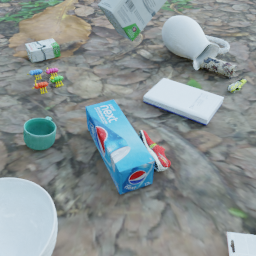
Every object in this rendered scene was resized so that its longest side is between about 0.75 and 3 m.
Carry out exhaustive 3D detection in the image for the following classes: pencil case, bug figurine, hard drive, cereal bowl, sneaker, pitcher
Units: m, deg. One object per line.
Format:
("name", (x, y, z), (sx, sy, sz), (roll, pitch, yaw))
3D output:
("pencil case", (3.637, -2.463, 11.311), (1.369, 0.612, 0.533), (28, 76, 30))
("bug figurine", (-3.182, -1.948, 10.794), (1.221, 0.405, 1.574), (-17, 43, -19))
("hard drive", (1.922, -0.986, 9.741), (2.330, 0.296, 1.537), (23, 46, 25))
("cereal bowl", (-2.577, 2.214, 5.394), (2.495, 1.039, 2.495), (0, 38, 0))
("sneaker", (4.096, -1.539, 10.422), (0.880, 0.332, 0.336), (-29, 55, -16))
("pitcher", (2.906, -3.837, 12.224), (2.234, 1.579, 2.604), (-20, 53, -26))
("sneaker", (0.711, 0.623, 7.783), (0.601, 0.545, 1.415), (-10, 50, -24))

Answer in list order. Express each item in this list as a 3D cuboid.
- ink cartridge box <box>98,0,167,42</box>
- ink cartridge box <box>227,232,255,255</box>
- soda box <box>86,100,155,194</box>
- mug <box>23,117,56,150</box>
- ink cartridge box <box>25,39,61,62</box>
("ink cartridge box", (0.230, -3.950, 8.670), (1.936, 1.419, 0.804), (-49, 55, 1))
("ink cartridge box", (2.604, 2.526, 5.633), (1.199, 0.302, 0.654), (5, 41, 8))
("soda box", (-0.312, 0.390, 7.678), (0.941, 0.890, 2.775), (-15, 42, -17))
("mug", (-2.458, 0.192, 8.046), (0.872, 0.656, 1.061), (36, 38, 28))
("ink cartridge box", (-3.784, -3.456, 12.449), (1.295, 0.538, 0.949), (-20, 44, -22))
